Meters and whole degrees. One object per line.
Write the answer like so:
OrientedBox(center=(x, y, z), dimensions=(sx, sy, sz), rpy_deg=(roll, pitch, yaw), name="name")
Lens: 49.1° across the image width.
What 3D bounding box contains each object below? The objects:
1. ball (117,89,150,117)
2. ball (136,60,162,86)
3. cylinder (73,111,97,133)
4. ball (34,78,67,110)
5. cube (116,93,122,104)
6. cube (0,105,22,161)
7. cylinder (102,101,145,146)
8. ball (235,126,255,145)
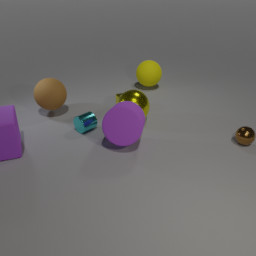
OrientedBox(center=(0.221, -0.917, 11.803), dimensions=(1.400, 1.400, 1.400), rpy_deg=(0, 29, 0), name="ball")
OrientedBox(center=(1.136, -2.967, 15.233), dimensions=(1.400, 1.400, 1.400), rpy_deg=(0, 29, 0), name="ball")
OrientedBox(center=(-1.706, -0.230, 11.212), dimensions=(0.700, 0.700, 0.700), rpy_deg=(25, 38, 38), name="cylinder")
OrientedBox(center=(-3.381, -1.476, 12.221), dimensions=(1.400, 1.400, 1.400), rpy_deg=(0, 29, 0), name="ball")
OrientedBox(center=(-0.125, -1.190, 12.996), dimensions=(0.700, 0.700, 0.700), rpy_deg=(-12, 31, -21), name="cube")
OrientedBox(center=(-4.513, 0.195, 9.613), dimensions=(1.400, 1.400, 1.400), rpy_deg=(-9, 33, -17), name="cube")
OrientedBox(center=(-0.120, -0.195, 10.086), dimensions=(1.400, 1.400, 1.400), rpy_deg=(3, 13, 6), name="cylinder")
OrientedBox(center=(4.297, 0.282, 10.265), dimensions=(0.700, 0.700, 0.700), rpy_deg=(0, 29, 0), name="ball")
